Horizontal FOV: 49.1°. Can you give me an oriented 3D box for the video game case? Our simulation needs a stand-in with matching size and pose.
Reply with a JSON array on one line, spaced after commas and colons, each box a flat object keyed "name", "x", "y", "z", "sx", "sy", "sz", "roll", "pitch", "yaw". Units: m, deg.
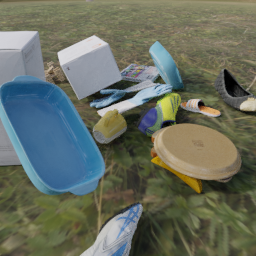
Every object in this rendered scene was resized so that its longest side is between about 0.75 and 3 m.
[{"name": "video game case", "x": 0.582, "y": -2.482, "z": 12.763, "sx": 1.658, "sy": 0.209, "sz": 1.819, "roll": 12, "pitch": 33, "yaw": 20}]

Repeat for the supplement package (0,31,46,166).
[{"name": "supplement package", "x": -3.013, "y": -0.729, "z": 6.961, "sx": 1.747, "sy": 2.918, "sz": 1.769, "roll": -2, "pitch": 31, "yaw": -4}]

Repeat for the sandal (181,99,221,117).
[{"name": "sandal", "x": 2.498, "y": -0.770, "z": 9.569, "sx": 1.396, "sy": 0.400, "sz": 0.535, "roll": 18, "pitch": 35, "yaw": 29}]

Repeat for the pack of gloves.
[{"name": "pack of gloves", "x": 0.029, "y": -1.231, "z": 9.517, "sx": 2.669, "sy": 0.527, "sz": 2.242, "roll": -24, "pitch": 22, "yaw": -18}]

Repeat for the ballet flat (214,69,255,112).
[{"name": "ballet flat", "x": 3.880, "y": -1.362, "z": 10.182, "sx": 0.952, "sy": 0.814, "sz": 2.864, "roll": -4, "pitch": 30, "yaw": -8}]

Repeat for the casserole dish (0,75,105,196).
[{"name": "casserole dish", "x": -1.339, "y": 0.152, "z": 4.790, "sx": 1.434, "sy": 0.459, "sz": 2.368, "roll": -13, "pitch": 66, "yaw": -53}]

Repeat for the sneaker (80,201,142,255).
[{"name": "sneaker", "x": -0.186, "y": 1.928, "z": 4.777, "sx": 0.681, "sy": 0.675, "sz": 1.878, "roll": 50, "pitch": 32, "yaw": 1}]

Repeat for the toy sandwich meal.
[{"name": "toy sandwich meal", "x": 1.557, "y": 0.655, "z": 6.820, "sx": 2.282, "sy": 0.782, "sz": 2.282, "roll": 5, "pitch": 32, "yaw": -3}]

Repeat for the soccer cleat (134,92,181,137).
[{"name": "soccer cleat", "x": 1.151, "y": -0.372, "z": 8.722, "sx": 1.047, "sy": 0.809, "sz": 2.502, "roll": 38, "pitch": 38, "yaw": 13}]

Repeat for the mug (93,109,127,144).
[{"name": "mug", "x": -0.592, "y": -0.047, "z": 7.845, "sx": 0.779, "sy": 0.972, "sz": 0.798, "roll": 9, "pitch": 38, "yaw": 36}]

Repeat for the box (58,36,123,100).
[{"name": "box", "x": -1.524, "y": -2.382, "z": 10.567, "sx": 1.735, "sy": 1.360, "sz": 2.789, "roll": -26, "pitch": 27, "yaw": -4}]

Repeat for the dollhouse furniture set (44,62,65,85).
[{"name": "dollhouse furniture set", "x": -2.939, "y": -2.308, "z": 12.102, "sx": 1.445, "sy": 0.940, "sz": 1.327, "roll": -33, "pitch": 37, "yaw": -12}]

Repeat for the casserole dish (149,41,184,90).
[{"name": "casserole dish", "x": 1.515, "y": -2.532, "z": 11.539, "sx": 0.521, "sy": 1.626, "sz": 2.684, "roll": -28, "pitch": 37, "yaw": 5}]
